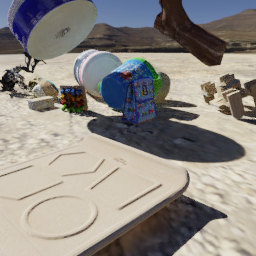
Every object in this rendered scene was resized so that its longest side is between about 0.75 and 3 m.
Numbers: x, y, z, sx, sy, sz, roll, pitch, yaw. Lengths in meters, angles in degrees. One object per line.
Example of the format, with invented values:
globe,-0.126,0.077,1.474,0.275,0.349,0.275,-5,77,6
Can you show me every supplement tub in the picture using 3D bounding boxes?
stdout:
supplement tub,-1.440,-2.576,12.885,1.944,1.944,2.770,-7,19,-20

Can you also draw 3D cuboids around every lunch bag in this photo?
lunch bag,0.371,-0.973,8.824,0.667,1.418,1.067,14,23,37

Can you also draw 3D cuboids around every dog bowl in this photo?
dog bowl,-2.411,-3.550,9.241,2.750,1.083,2.750,-35,-6,-5

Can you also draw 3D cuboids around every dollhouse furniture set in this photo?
dollhouse furniture set,4.255,-1.096,10.034,2.457,1.599,2.257,-23,20,-2

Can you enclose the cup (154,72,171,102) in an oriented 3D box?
cup,1.168,-1.536,11.299,1.197,1.197,0.856,0,47,0

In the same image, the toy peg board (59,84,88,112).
toy peg board,-1.967,-0.996,9.852,0.936,0.932,0.458,4,34,14

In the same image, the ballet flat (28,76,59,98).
ballet flat,-3.792,-1.684,12.286,0.874,0.944,2.678,-36,28,-17

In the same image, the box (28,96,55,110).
box,-3.225,-0.931,10.429,0.419,0.343,0.882,14,22,36

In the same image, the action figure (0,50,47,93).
action figure,-4.991,-2.377,13.038,1.297,2.542,1.511,42,1,10

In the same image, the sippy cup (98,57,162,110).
sippy cup,-0.051,-1.536,10.368,1.717,1.840,2.344,-33,-7,-41

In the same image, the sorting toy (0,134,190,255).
sorting toy,-0.900,1.009,4.375,2.682,0.529,2.898,17,29,42

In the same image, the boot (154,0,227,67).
boot,2.415,-3.579,9.732,2.980,0.957,2.777,41,-14,8
